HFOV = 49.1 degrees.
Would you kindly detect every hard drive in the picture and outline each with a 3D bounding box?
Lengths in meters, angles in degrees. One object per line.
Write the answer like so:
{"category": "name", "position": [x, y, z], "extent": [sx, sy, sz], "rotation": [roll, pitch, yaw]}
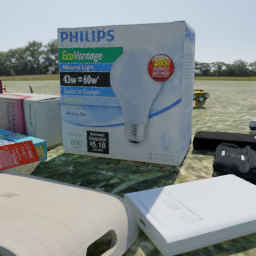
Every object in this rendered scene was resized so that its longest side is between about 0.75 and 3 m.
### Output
{"category": "hard drive", "position": [0.993, 1.007, 3.584], "extent": [1.796, 0.236, 1.185], "rotation": [-5, 13, -21]}

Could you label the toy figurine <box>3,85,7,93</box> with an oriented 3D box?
{"category": "toy figurine", "position": [-6.647, -1.387, 13.216], "extent": [2.034, 1.073, 1.219], "rotation": [-7, 19, -26]}

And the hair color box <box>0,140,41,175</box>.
{"category": "hair color box", "position": [-2.088, 0.623, 4.155], "extent": [1.324, 0.423, 0.734], "rotation": [-13, -21, -45]}

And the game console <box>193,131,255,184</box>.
{"category": "game console", "position": [2.152, 0.488, 5.840], "extent": [1.713, 0.350, 2.905], "rotation": [4, 11, 20]}

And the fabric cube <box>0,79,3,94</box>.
{"category": "fabric cube", "position": [-4.727, -0.677, 8.466], "extent": [1.530, 1.535, 1.506], "rotation": [-2, 13, -8]}

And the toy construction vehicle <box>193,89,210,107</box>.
{"category": "toy construction vehicle", "position": [2.340, -1.583, 14.652], "extent": [2.929, 1.031, 2.550], "rotation": [-5, 24, -11]}

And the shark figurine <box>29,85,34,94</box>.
{"category": "shark figurine", "position": [-4.010, -0.965, 10.535], "extent": [3.200, 1.335, 1.912], "rotation": [11, 14, 34]}

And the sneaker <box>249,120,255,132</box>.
{"category": "sneaker", "position": [4.150, -0.034, 7.914], "extent": [0.752, 0.491, 1.345], "rotation": [-4, 11, -13]}

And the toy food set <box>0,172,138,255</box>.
{"category": "toy food set", "position": [-1.230, 1.022, 2.858], "extent": [2.326, 0.703, 1.669], "rotation": [7, 2, 23]}

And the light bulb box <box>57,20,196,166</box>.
{"category": "light bulb box", "position": [0.044, -0.825, 6.258], "extent": [2.689, 2.713, 1.693], "rotation": [3, 13, 19]}

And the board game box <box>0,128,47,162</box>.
{"category": "board game box", "position": [-2.817, 0.449, 5.718], "extent": [1.892, 0.444, 1.428], "rotation": [10, 16, 38]}

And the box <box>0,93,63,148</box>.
{"category": "box", "position": [-2.578, -0.234, 7.141], "extent": [1.887, 1.207, 1.028], "rotation": [7, 14, 31]}
